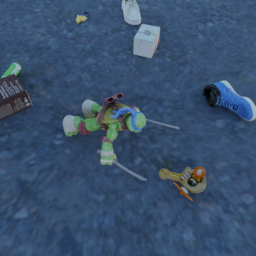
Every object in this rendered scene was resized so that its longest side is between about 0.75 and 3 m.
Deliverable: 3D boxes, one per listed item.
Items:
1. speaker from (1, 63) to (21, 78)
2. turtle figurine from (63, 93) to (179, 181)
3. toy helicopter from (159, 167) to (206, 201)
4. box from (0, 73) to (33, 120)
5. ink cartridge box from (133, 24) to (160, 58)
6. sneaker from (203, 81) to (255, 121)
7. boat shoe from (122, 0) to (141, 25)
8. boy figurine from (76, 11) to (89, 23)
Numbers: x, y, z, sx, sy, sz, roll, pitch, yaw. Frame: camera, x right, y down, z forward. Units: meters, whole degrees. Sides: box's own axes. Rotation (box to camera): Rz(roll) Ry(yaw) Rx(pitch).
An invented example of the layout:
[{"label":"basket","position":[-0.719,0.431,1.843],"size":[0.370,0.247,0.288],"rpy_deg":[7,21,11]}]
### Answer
[{"label":"speaker","position":[-4.337,-2.016,10.392],"size":[0.406,0.406,0.918],"rpy_deg":[11,52,9]},{"label":"turtle figurine","position":[-0.408,0.174,8.260],"size":[2.668,2.752,1.980],"rpy_deg":[13,78,38]},{"label":"toy helicopter","position":[1.462,1.447,7.679],"size":[1.321,0.521,0.873],"rpy_deg":[11,61,22]},{"label":"box","position":[-4.455,-0.834,9.199],"size":[2.196,0.823,1.100],"rpy_deg":[-31,58,-20]},{"label":"ink cartridge box","position":[0.755,-3.509,11.314],"size":[0.793,0.797,1.097],"rpy_deg":[16,53,12]},{"label":"sneaker","position":[3.223,-0.838,9.207],"size":[1.072,0.740,1.928],"rpy_deg":[-14,49,-18]},{"label":"boat shoe","position":[0.152,-5.629,12.949],"size":[0.759,0.876,2.054],"rpy_deg":[-8,52,-6]},{"label":"boy figurine","position":[-2.155,-5.120,12.953],"size":[0.497,0.257,0.799],"rpy_deg":[28,54,17]}]
